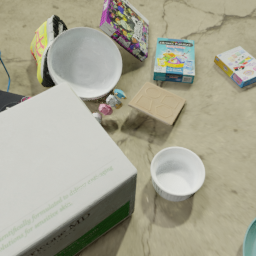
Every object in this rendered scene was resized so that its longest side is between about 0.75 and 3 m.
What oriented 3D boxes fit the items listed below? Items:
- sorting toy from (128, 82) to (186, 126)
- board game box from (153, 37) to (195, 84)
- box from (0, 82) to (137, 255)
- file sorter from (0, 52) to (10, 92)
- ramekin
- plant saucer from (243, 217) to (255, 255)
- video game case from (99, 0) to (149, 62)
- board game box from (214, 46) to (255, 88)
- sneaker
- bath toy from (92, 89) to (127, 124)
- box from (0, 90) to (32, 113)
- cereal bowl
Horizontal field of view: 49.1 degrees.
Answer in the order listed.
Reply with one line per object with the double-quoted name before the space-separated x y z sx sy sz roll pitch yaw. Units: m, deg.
"sorting toy" 0.956 -0.782 9.022 1.493 0.294 1.613 27 45 12
"board game box" 1.704 -2.522 10.302 1.417 0.440 1.877 6 56 4
"box" -1.785 1.210 6.366 2.980 2.566 2.995 -31 60 -20
"file sorter" -5.121 -1.500 9.080 2.111 1.295 1.465 -5 55 -4
"ramekin" 1.284 1.269 7.490 1.407 0.686 1.407 0 54 0
"plant saucer" 3.857 3.125 6.312 2.626 0.472 2.626 0 55 0
"video game case" -0.057 -3.916 10.560 2.092 0.413 2.308 31 47 -32
"board game box" 4.104 -2.258 10.210 1.194 0.315 1.561 -23 58 -15
"sneaker" -2.942 -2.640 10.151 1.334 1.155 2.955 -15 58 24
"bath toy" -0.639 -0.632 8.722 1.338 0.582 0.495 -42 27 13
"box" -3.368 -0.223 8.292 2.063 1.094 1.261 13 56 10
"cereal bowl" -1.442 -2.041 9.378 2.412 1.004 2.412 2 82 -12
